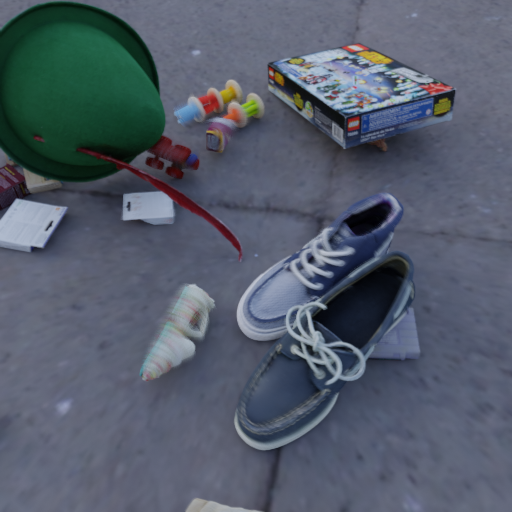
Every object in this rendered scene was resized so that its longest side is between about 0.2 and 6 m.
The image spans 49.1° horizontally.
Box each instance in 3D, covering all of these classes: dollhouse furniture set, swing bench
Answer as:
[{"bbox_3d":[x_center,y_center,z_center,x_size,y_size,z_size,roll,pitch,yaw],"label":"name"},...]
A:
[{"bbox_3d":[-3.935,-1.620,9.726,0.907,0.912,1.294,-15,79,-12],"label":"dollhouse furniture set"},{"bbox_3d":[0.038,3.164,5.130,1.673,1.091,1.682,8,48,8],"label":"swing bench"}]

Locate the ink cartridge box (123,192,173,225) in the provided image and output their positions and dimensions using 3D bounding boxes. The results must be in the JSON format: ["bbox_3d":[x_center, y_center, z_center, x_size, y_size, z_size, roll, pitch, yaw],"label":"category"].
[{"bbox_3d":[-1.776,-0.773,9.233,0.790,0.198,0.641,-6,49,-6],"label":"ink cartridge box"}]

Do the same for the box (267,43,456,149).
[{"bbox_3d":[1.852,-3.182,10.687,2.209,0.643,3.227,-17,39,-16],"label":"box"}]

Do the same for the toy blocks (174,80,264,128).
[{"bbox_3d":[-0.740,-2.786,10.824,1.419,0.515,1.182,-32,55,-26],"label":"toy blocks"}]

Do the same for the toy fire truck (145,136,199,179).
[{"bbox_3d":[-1.375,-1.676,9.468,0.802,0.955,0.536,13,82,59],"label":"toy fire truck"}]

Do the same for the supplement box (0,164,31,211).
[{"bbox_3d":[-4.427,-1.040,9.377,0.610,0.342,1.122,35,57,28],"label":"supplement box"}]

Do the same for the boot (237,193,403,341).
[{"bbox_3d":[0.846,0.075,7.657,2.639,1.192,0.960,-35,68,-21],"label":"boot"}]

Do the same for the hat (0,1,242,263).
[{"bbox_3d":[-1.845,-1.916,8.106,3.377,2.797,2.973,7,19,-44],"label":"hat"}]

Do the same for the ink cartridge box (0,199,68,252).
[{"bbox_3d":[-3.614,-0.475,8.973,0.951,0.193,0.949,10,49,9],"label":"ink cartridge box"}]

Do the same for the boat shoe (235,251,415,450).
[{"bbox_3d":[0.912,1.082,6.908,3.042,0.940,1.139,-37,63,-19],"label":"boat shoe"}]

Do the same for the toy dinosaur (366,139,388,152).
[{"bbox_3d":[1.991,-2.290,10.447,0.983,0.422,0.666,6,49,8],"label":"toy dinosaur"}]

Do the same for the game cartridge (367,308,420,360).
[{"bbox_3d":[1.570,1.043,7.606,1.190,0.229,0.772,2,53,4],"label":"game cartridge"}]

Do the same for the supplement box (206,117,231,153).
[{"bbox_3d":[-0.676,-2.196,10.149,0.304,0.385,0.589,12,42,10],"label":"supplement box"}]

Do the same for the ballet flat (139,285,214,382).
[{"bbox_3d":[-0.964,1.002,7.305,0.505,0.598,1.581,23,48,2],"label":"ballet flat"}]
